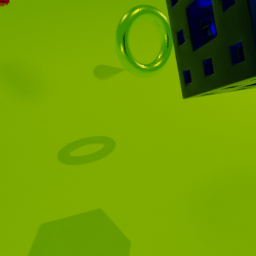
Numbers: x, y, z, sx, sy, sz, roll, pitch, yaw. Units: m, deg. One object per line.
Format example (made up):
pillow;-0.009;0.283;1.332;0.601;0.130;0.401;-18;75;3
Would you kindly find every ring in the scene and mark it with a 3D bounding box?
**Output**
ring;0.327;-1.572;5.148;1.286;1.286;0.257;-28;26;-25

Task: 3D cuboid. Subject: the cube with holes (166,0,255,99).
cube with holes;1.162;-0.990;2.474;1.172;1.172;1.172;-10;90;-14

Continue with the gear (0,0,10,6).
gear;-3.154;-3.691;6.753;0.253;1.365;1.365;-17;44;-42
